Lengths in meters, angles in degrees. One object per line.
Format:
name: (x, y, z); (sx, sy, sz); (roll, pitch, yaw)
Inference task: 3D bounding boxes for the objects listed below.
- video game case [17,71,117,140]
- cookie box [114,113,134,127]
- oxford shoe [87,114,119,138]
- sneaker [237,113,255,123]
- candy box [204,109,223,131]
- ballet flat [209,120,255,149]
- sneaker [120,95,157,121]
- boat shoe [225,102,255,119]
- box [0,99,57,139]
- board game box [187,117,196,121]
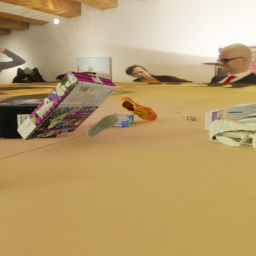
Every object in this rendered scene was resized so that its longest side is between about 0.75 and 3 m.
video game case: (-1.753, -0.668, 8.750); (0.475, 2.407, 2.655); (50, 18, 9)
cookie box: (-0.300, -0.355, 12.176); (0.934, 0.410, 1.092); (5, 12, 12)
oxford shoe: (-0.895, -0.095, 9.743); (1.233, 0.464, 0.356); (-33, 10, -2)
sneaker: (5.030, -0.052, 9.018); (2.908, 1.141, 1.155); (6, 20, 31)
candy box: (3.460, -0.332, 11.289); (0.324, 0.759, 0.905); (12, 17, 43)
ballet flat: (3.745, 0.304, 8.703); (2.584, 0.927, 0.927); (6, 13, 37)
sneaker: (0.451, -0.760, 12.674); (1.909, 0.697, 0.736); (25, 29, -14)
boat shoe: (5.861, -0.790, 12.896); (0.886, 0.976, 2.655); (-12, 16, -40)
box: (-3.609, -0.416, 10.582); (2.018, 1.243, 2.001); (-1, 11, -7)
board game box: (3.038, -0.447, 13.474); (0.424, 0.080, 0.823); (1, 12, 10)
